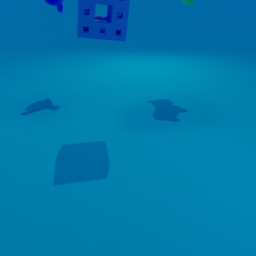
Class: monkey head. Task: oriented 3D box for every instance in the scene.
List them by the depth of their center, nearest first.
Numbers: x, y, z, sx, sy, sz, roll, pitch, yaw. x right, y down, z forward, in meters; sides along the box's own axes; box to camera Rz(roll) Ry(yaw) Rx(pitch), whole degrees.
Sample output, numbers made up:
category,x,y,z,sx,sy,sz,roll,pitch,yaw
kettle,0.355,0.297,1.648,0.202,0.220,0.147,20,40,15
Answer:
category,x,y,z,sx,sy,sz,roll,pitch,yaw
monkey head,-2.173,-4.125,8.640,0.942,0.789,1.309,34,-3,20

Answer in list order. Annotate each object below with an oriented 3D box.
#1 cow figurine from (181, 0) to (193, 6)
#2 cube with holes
category,x,y,z,sx,sy,sz,roll,pitch,yaw
cow figurine,1.544,-4.425,8.461,1.487,0.829,1.511,49,27,11
cube with holes,-0.563,-2.514,5.998,1.002,1.002,1.002,1,29,-11
